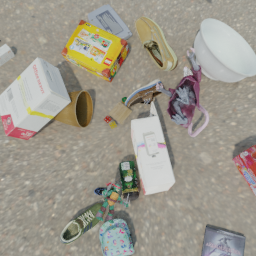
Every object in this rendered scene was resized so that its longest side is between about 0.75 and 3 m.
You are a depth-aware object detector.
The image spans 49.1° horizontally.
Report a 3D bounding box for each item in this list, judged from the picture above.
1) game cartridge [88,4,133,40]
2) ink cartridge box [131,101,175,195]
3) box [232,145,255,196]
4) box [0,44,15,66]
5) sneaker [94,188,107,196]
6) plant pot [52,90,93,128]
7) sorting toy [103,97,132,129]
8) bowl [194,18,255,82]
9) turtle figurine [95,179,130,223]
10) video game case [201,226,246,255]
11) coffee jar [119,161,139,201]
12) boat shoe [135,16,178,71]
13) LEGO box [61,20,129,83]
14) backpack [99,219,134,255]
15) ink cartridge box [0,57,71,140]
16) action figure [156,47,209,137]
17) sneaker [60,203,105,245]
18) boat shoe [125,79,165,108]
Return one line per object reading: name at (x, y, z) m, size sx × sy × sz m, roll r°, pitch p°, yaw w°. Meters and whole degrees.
game cartridge at (-0.897, -4.603, 12.696) m, size 1.346 × 0.420 × 2.022 m, roll -33°, pitch 75°, yaw -6°
ink cartridge box at (0.740, 0.733, 9.950) m, size 0.991 × 1.710 × 2.935 m, roll -10°, pitch 68°, yaw -4°
box at (4.819, 1.667, 9.945) m, size 0.993 × 1.037 × 2.080 m, roll -26°, pitch 71°, yaw -10°
box at (-5.407, -3.142, 12.087) m, size 0.823 × 0.512 × 0.401 m, roll -41°, pitch 74°, yaw -14°
sneaker at (-0.830, 2.301, 10.089) m, size 0.807 × 0.314 × 0.283 m, roll 6°, pitch 70°, yaw 2°
plant pot at (-2.340, -0.741, 10.824) m, size 1.538 × 1.433 × 1.433 m, roll 3°, pitch 68°, yaw 20°
sorting toy at (-0.334, -0.549, 11.231) m, size 0.683 × 0.239 × 1.416 m, roll 37°, pitch 73°, yaw 13°
bowl at (3.696, -2.859, 11.280) m, size 2.939 × 1.321 × 2.939 m, roll 16°, pitch 52°, yaw -22°
turtle figurine at (-0.467, 2.254, 8.754) m, size 1.005 × 0.676 × 1.343 m, roll 25°, pitch 88°, yaw -17°
video game case at (3.126, 4.427, 9.348) m, size 1.362 × 0.181 × 1.907 m, roll 14°, pitch 70°, yaw 5°
coffee jar at (0.037, 1.908, 10.032) m, size 0.586 × 0.717 × 1.374 m, roll -7°, pitch 70°, yaw -3°
boat shoe at (1.011, -3.620, 11.798) m, size 1.074 × 1.011 × 2.820 m, roll -17°, pitch 66°, yaw -43°
LEGO box at (-1.346, -3.212, 11.752) m, size 2.267 × 0.875 × 1.688 m, roll 29°, pitch 84°, yaw 11°
backpack at (-0.413, 3.666, 9.286) m, size 1.091 × 0.925 × 1.229 m, roll -13°, pitch 64°, yaw -6°
ink cartridge box at (-3.486, -1.023, 10.272) m, size 2.499 × 1.042 × 1.814 m, roll -37°, pitch 60°, yaw 20°
action figure at (2.420, -1.500, 10.690) m, size 2.227 × 2.004 × 2.991 m, roll 40°, pitch 35°, yaw -7°
sneaker at (-1.527, 3.240, 9.452) m, size 1.831 × 0.822 × 0.614 m, roll -39°, pitch 74°, yaw -14°
boat shoe at (0.726, -1.298, 11.303) m, size 1.824 × 0.659 × 0.660 m, roll -34°, pitch 74°, yaw -12°
